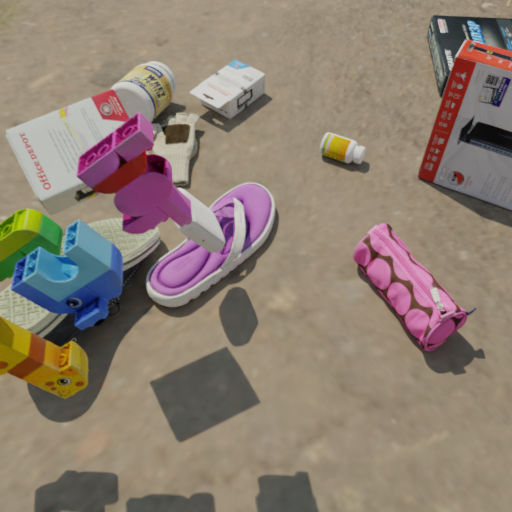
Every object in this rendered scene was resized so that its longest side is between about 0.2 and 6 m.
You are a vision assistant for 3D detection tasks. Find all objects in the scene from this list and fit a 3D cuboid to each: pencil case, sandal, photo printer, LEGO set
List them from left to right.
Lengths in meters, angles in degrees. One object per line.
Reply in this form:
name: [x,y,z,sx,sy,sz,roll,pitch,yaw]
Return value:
LEGO set: [-1.938,0.469,5.328,3.542,1.453,1.351,-30,43,19]
photo printer: [-0.886,-0.526,8.058,0.322,0.926,0.771,-36,50,15]
sandal: [-0.643,-0.343,9.452,1.237,0.747,3.039,26,57,19]
pencil case: [2.345,0.399,8.705,0.948,0.979,2.089,-37,56,1]

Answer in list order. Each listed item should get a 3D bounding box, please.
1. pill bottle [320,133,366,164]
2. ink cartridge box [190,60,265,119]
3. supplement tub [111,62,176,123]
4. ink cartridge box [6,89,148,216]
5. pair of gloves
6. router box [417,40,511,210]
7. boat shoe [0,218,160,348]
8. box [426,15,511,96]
pill bottle: [1.704,-2.088,10.998,0.818,0.454,0.454,22,55,17]
ink cartridge box: [-0.608,-3.525,12.079,0.881,0.515,1.519,33,59,23]
supplement tub: [-2.313,-3.343,11.562,1.002,1.002,1.387,15,44,11]
ink cartridge box: [-1.992,-1.174,6.361,1.285,0.532,0.936,-26,82,-14]
pair of gloves: [-2.329,-2.204,11.133,2.282,0.400,1.940,4,52,5]
router box: [4.274,-2.114,9.650,2.327,2.593,0.633,23,53,17]
boat shoe: [-2.695,0.459,8.673,1.284,1.071,3.441,18,39,17]
box: [5.107,-4.599,12.871,1.997,0.578,2.513,4,52,3]
